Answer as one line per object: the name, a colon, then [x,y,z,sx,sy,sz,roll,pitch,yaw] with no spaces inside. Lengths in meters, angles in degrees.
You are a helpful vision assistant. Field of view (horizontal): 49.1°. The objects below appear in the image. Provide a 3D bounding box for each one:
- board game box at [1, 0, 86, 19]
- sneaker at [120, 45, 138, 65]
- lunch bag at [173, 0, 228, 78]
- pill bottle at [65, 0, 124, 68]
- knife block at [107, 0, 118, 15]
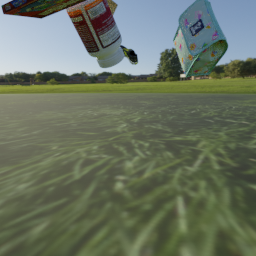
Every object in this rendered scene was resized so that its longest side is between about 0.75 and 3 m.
board game box: [-1.197,-2.255,4.815,1.822,0.177,0.938,-6,12,30]
sneaker: [0.029,-2.269,8.385,0.312,0.355,0.839,-38,71,-24]
lunch bag: [2.103,-2.601,8.179,1.106,1.545,1.814,-10,-20,-10]
pill bottle: [-0.659,-2.133,6.147,0.864,1.530,0.864,-17,37,13]
knife block: [-1.087,-4.054,9.151,1.380,1.572,0.503,18,13,-43]
